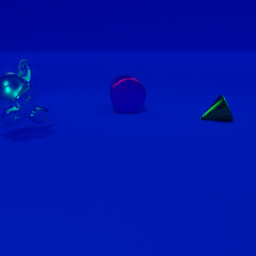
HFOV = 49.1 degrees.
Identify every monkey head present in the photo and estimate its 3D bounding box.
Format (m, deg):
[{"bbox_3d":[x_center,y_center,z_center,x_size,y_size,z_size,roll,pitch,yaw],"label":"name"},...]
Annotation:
[{"bbox_3d":[-2.650,-0.627,6.746,1.127,1.871,1.346,38,4,30],"label":"monkey head"}]

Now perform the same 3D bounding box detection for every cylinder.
[{"bbox_3d":[-0.046,-1.202,9.711,1.182,1.182,1.182,-2,16,-6],"label":"cylinder"}]

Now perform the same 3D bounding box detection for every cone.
[{"bbox_3d":[2.587,-0.443,8.519,0.886,0.883,0.883,-24,12,13],"label":"cone"}]
